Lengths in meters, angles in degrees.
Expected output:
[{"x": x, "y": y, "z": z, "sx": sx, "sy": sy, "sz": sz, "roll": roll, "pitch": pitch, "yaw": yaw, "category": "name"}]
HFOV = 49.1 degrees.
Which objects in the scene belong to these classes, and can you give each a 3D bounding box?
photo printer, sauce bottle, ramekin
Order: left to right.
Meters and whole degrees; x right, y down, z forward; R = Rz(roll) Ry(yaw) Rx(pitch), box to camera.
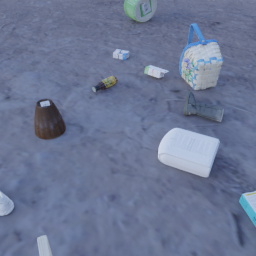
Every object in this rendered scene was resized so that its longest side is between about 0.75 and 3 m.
[{"x": -1.161, "y": -2.194, "z": 14.079, "sx": 0.463, "sy": 0.463, "sz": 1.403, "roll": 32, "pitch": 51, "yaw": 32, "category": "sauce bottle"}, {"x": 1.030, "y": -9.267, "z": 21.192, "sx": 2.456, "sy": 2.456, "sz": 1.199, "roll": -23, "pitch": 52, "yaw": -25, "category": "ramekin"}, {"x": 2.164, "y": 0.812, "z": 10.231, "sx": 1.997, "sy": 0.693, "sz": 1.661, "roll": 16, "pitch": 43, "yaw": 19, "category": "photo printer"}]

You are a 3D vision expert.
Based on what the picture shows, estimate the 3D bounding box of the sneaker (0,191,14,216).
[{"x": -4.442, "y": 2.020, "z": 8.720, "sx": 1.961, "sy": 0.786, "sz": 0.690, "roll": 14, "pitch": 43, "yaw": 18, "category": "sneaker"}]

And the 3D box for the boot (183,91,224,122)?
[{"x": 3.395, "y": -0.970, "z": 12.472, "sx": 1.684, "sy": 0.611, "sz": 1.531, "roll": 6, "pitch": 53, "yaw": 17, "category": "boot"}]

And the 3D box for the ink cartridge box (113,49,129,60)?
[{"x": -0.412, "y": -4.426, "z": 16.866, "sx": 0.823, "sy": 0.347, "sz": 0.595, "roll": 15, "pitch": 42, "yaw": 17, "category": "ink cartridge box"}]

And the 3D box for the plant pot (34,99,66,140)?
[{"x": -3.224, "y": -0.446, "z": 11.246, "sx": 1.267, "sy": 1.355, "sz": 1.267, "roll": 0, "pitch": 40, "yaw": 0, "category": "plant pot"}]

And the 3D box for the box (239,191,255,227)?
[{"x": 4.060, "y": 2.656, "z": 8.211, "sx": 0.702, "sy": 0.419, "sz": 1.705, "roll": -9, "pitch": 40, "yaw": -10, "category": "box"}]

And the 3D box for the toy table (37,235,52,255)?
[{"x": -1.589, "y": 3.663, "z": 6.259, "sx": 2.346, "sy": 1.374, "sz": 2.157, "roll": -23, "pitch": 45, "yaw": -24, "category": "toy table"}]

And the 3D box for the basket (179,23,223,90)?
[{"x": 3.542, "y": -3.531, "z": 14.137, "sx": 1.948, "sy": 2.470, "sz": 2.801, "roll": -8, "pitch": 51, "yaw": -2, "category": "basket"}]

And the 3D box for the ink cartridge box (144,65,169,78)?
[{"x": 1.532, "y": -2.967, "z": 14.907, "sx": 1.138, "sy": 0.383, "sz": 0.667, "roll": 23, "pitch": 28, "yaw": 23, "category": "ink cartridge box"}]
